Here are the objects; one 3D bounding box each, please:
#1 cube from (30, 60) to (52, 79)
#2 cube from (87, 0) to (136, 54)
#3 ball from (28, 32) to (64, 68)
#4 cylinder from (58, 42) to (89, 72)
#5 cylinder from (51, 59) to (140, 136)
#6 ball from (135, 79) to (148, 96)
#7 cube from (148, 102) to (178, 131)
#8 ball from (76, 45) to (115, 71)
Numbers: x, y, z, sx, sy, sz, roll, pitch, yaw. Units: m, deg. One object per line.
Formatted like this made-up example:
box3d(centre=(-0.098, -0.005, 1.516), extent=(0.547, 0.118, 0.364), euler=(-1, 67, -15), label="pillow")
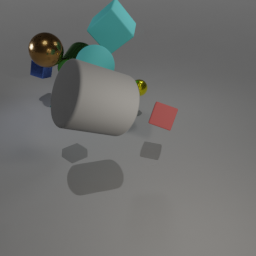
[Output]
box3d(centre=(-3.992, -2.736, 12.941), extent=(0.700, 0.700, 0.700), euler=(19, 22, 15), label="cube")
box3d(centre=(-0.661, -4.262, 11.821), extent=(1.400, 1.400, 1.400), euler=(-30, 32, 28), label="cube")
box3d(centre=(-3.360, -3.199, 11.524), extent=(1.400, 1.400, 1.400), euler=(0, 31, 0), label="ball")
box3d(centre=(-2.249, -2.898, 12.602), extent=(1.400, 1.400, 1.400), euler=(7, 48, 12), label="cylinder")
box3d(centre=(-0.713, -0.596, 5.934), extent=(1.400, 1.400, 1.400), euler=(10, 21, -36), label="cylinder")
box3d(centre=(0.469, -1.684, 11.729), extent=(0.700, 0.700, 0.700), euler=(0, 31, 0), label="ball")
box3d(centre=(1.078, -0.369, 8.715), extent=(0.700, 0.700, 0.700), euler=(20, 3, 3), label="cube")
box3d(centre=(-1.176, -2.248, 10.002), extent=(1.400, 1.400, 1.400), euler=(0, 31, 0), label="ball")
